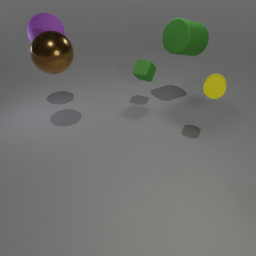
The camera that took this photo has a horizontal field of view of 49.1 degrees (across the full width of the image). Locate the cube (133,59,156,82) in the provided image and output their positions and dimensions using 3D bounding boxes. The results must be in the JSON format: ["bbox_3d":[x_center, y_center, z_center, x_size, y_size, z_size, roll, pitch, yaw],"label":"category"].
[{"bbox_3d":[0.730,-2.523,12.308,0.700,0.700,0.700,17,-6,29],"label":"cube"}]

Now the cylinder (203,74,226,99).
[{"bbox_3d":[2.830,-1.369,9.128,0.700,0.700,0.700,10,23,16],"label":"cylinder"}]

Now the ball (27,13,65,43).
[{"bbox_3d":[-3.158,-3.701,10.820,1.400,1.400,1.400,0,32,0],"label":"ball"}]

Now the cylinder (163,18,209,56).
[{"bbox_3d":[2.416,-3.778,11.755,1.400,1.400,1.400,-8,29,-42],"label":"cylinder"}]

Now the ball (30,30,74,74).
[{"bbox_3d":[-2.509,-2.494,9.288,1.400,1.400,1.400,0,32,0],"label":"ball"}]
